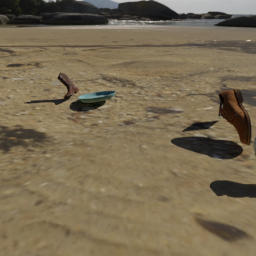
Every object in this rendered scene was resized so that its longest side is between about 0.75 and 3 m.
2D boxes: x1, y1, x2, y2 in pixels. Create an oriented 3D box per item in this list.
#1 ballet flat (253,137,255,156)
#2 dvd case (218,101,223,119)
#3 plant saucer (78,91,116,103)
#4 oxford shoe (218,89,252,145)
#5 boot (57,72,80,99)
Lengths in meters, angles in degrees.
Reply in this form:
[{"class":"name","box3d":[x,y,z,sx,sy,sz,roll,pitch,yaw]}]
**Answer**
[{"class":"ballet flat","box3d":[2.924,0.645,5.998,0.439,0.439,1.225,-1,67,-2]},{"class":"dvd case","box3d":[3.000,-0.699,9.010,0.085,0.777,0.567,6,-5,21]},{"class":"plant saucer","box3d":[-1.174,-1.208,10.828,1.473,0.202,1.473,-9,16,2]},{"class":"oxford shoe","box3d":[2.970,-0.293,7.852,0.680,0.681,1.909,-6,50,4]},{"class":"boot","box3d":[-2.511,-1.687,11.060,0.326,1.016,0.947,-36,7,36]}]
